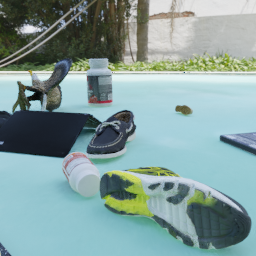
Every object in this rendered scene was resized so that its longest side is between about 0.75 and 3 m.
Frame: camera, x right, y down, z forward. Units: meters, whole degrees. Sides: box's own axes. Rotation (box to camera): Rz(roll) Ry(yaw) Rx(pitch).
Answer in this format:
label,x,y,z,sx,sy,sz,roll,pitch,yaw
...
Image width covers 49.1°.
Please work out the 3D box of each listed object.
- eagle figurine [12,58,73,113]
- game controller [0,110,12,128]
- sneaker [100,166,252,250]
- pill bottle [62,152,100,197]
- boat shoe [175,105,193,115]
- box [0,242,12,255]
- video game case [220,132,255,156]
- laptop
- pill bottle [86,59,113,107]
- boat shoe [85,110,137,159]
label,x,y,z,sx,sy,sz,roll,pitch,yaw
eagle figurine,-3.565,-1.796,12.352,2.175,2.164,2.867,-2,17,43
game controller,-5.419,-0.187,9.417,2.891,0.609,1.508,0,28,4
sneaker,0.622,0.898,3.924,2.193,0.817,0.928,10,17,37
pill bottle,-0.808,0.809,4.908,0.533,0.533,0.950,-6,17,-24
boat shoe,2.435,-0.764,11.839,0.383,0.409,1.108,9,9,-25
box,-1.799,1.433,2.876,0.923,0.255,1.352,-13,18,-43
video game case,3.802,0.362,7.571,2.076,0.197,1.483,-3,14,-18
laptop,-2.141,0.244,8.179,2.391,1.394,2.698,4,-12,15
pill bottle,-1.427,-2.268,14.040,1.286,2.323,1.286,-1,13,0
boat shoe,-0.358,0.100,7.285,1.000,0.817,2.707,4,14,18
